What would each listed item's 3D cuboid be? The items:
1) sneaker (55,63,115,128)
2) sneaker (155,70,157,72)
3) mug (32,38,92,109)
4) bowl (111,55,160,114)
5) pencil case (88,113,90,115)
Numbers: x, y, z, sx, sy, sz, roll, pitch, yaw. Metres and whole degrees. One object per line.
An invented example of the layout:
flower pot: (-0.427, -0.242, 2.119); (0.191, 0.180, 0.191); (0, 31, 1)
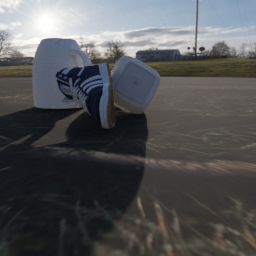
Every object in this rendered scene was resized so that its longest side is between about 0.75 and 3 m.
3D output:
sneaker: (-1.165, -0.863, 7.477); (1.538, 0.994, 2.835); (-6, 36, -3)
sneaker: (-0.065, -1.361, 10.862); (2.656, 1.002, 1.511); (-19, 34, 20)
mug: (-2.329, -2.064, 10.569); (2.867, 2.513, 2.116); (10, 15, 42)
bowl: (0.193, -1.419, 8.948); (1.609, 1.611, 0.601); (29, -7, -11)
pencil case: (-0.925, -0.564, 8.898); (0.311, 0.325, 0.750); (15, 16, 38)
